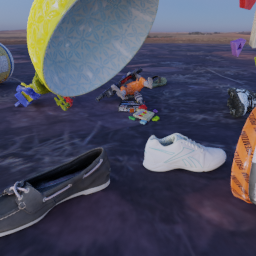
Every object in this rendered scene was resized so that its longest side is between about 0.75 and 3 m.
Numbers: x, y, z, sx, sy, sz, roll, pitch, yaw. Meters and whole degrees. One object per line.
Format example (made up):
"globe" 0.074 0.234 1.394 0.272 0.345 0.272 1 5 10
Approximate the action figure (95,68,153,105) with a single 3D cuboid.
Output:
"action figure" -0.078 -1.249 10.076 2.082 1.089 2.014 -34 11 0

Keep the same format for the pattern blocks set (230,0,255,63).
"pattern blocks set" 2.929 -2.240 5.526 2.549 2.241 0.207 -32 43 -21

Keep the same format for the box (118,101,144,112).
"box" 0.120 -0.740 9.459 0.805 0.200 0.799 3 19 8

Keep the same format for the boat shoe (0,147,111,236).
"boat shoe" -1.235 0.873 4.374 2.283 0.651 0.763 -18 27 -40

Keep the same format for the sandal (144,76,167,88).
"sandal" 1.308 -2.188 13.019 0.628 0.451 1.582 15 25 35

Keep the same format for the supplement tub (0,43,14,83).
"supplement tub" -6.559 -2.734 12.248 1.983 1.983 2.742 4 20 10

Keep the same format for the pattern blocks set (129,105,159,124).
"pattern blocks set" 0.490 -0.402 8.503 0.966 0.089 1.099 25 32 30

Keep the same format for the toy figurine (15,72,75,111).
"toy figurine" -3.036 -1.024 9.490 1.783 1.570 2.976 -29 18 4

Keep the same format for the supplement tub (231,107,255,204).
"supplement tub" 2.919 0.668 3.264 2.963 1.816 1.816 16 25 36

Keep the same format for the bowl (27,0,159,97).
"bowl" -0.819 -1.930 4.975 1.370 2.545 2.545 46 38 16

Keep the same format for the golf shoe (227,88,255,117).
"golf shoe" 3.746 -0.882 8.939 1.014 0.834 2.146 5 22 14

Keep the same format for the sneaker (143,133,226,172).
"sneaker" 1.141 0.468 5.497 1.670 0.669 0.587 -1 18 -6
